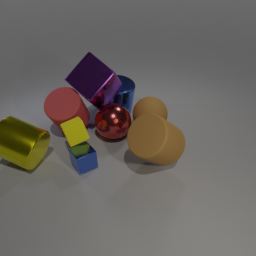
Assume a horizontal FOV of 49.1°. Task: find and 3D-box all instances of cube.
[{"bbox_3d":[-1.256,-1.739,10.745,1.400,1.400,1.400,41,90,17],"label":"cube"},{"bbox_3d":[-1.826,0.115,9.599,0.700,0.700,0.700,-25,21,-13],"label":"cube"},{"bbox_3d":[-1.493,0.999,9.381,0.700,0.700,0.700,-23,40,-26],"label":"cube"}]

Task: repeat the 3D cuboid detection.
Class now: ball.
[{"bbox_3d":[0.878,-0.551,11.159,1.400,1.400,1.400,0,33,0],"label":"ball"},{"bbox_3d":[-0.573,-0.259,10.731,1.400,1.400,1.400,0,33,0],"label":"ball"}]

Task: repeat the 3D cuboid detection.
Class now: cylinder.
[{"bbox_3d":[-2.330,-0.653,10.835,1.400,1.400,1.400,-3,68,7],"label":"cylinder"},{"bbox_3d":[0.910,0.388,8.873,1.400,1.400,1.400,29,2,37],"label":"cylinder"},{"bbox_3d":[-0.458,-1.366,12.236,1.400,1.400,1.400,5,42,-5],"label":"cylinder"},{"bbox_3d":[-3.543,0.491,9.284,1.400,1.400,1.400,23,36,6],"label":"cylinder"}]
